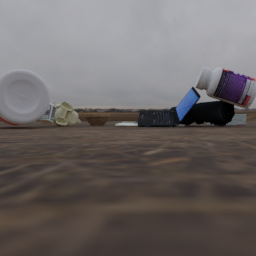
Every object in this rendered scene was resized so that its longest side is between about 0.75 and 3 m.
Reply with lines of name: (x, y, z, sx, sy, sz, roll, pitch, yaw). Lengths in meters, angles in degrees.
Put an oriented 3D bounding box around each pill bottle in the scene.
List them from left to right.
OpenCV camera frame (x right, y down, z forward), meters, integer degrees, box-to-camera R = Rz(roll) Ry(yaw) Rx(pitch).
pill bottle: (-3.534, -0.872, 8.987, 1.579, 1.579, 2.812, -1, 1, -26)
pill bottle: (-3.057, -0.636, 10.774, 0.519, 0.918, 0.519, 5, -21, 2)
pill bottle: (3.515, -1.524, 10.094, 1.996, 1.112, 1.112, 19, 4, 6)

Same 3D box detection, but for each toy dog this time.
toy dog: (-2.715, -0.532, 11.749, 1.325, 0.954, 1.367, 15, -8, -36)

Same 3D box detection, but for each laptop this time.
laptop: (1.415, -0.806, 10.146, 2.090, 1.079, 1.852, 0, 18, 5)

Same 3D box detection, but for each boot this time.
boot: (3.287, -0.625, 11.731, 2.319, 1.054, 2.759, -1, 5, 31)

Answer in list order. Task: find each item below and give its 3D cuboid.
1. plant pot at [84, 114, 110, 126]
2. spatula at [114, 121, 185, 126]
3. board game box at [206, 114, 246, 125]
plant pot: (-1.355, -0.356, 12.261, 1.121, 0.517, 1.121, 1, 2, 0)
spatula: (0.772, -0.168, 11.223, 2.650, 0.213, 1.843, 0, 1, -5)
board game box: (4.687, -0.399, 13.502, 1.251, 0.545, 1.696, 1, 3, -5)
